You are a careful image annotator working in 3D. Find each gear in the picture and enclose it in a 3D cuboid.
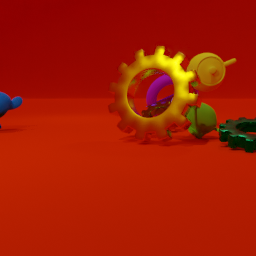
[{"bbox_3d":[0.932,-0.333,7.886,1.174,0.217,1.174,-11,37,8],"label":"gear"},{"bbox_3d":[2.415,0.102,5.362,1.280,0.237,1.280,-4,20,1],"label":"gear"},{"bbox_3d":[0.514,-0.687,5.818,1.948,1.948,0.360,3,-6,26],"label":"gear"}]

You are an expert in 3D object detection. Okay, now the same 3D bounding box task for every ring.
[{"bbox_3d":[1.574,-1.047,9.924,1.846,1.846,0.369,0,31,-1],"label":"ring"}]

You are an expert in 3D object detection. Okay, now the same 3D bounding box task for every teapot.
[{"bbox_3d":[2.460,-1.744,8.845,2.000,1.243,0.979,-23,6,-1],"label":"teapot"}]

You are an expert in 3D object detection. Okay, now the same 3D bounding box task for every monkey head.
[{"bbox_3d":[1.695,-0.220,6.609,0.736,1.221,0.878,-37,-2,13],"label":"monkey head"},{"bbox_3d":[-3.590,-0.443,7.567,0.870,1.038,1.443,-6,11,38],"label":"monkey head"}]

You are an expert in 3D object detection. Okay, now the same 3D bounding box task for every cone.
[{"bbox_3d":[1.078,-0.646,9.087,1.111,1.107,1.107,8,10,31],"label":"cone"}]
